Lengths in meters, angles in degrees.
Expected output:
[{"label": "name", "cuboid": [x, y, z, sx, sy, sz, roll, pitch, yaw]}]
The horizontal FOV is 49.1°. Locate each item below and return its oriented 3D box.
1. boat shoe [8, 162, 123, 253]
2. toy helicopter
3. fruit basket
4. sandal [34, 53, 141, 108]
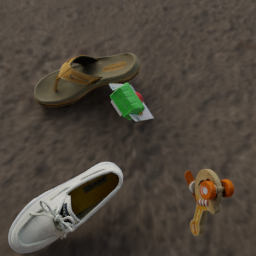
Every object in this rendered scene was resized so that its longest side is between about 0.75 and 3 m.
[{"label": "boat shoe", "cuboid": [-1.191, 1.626, 5.457, 2.654, 1.132, 0.981, -31, 93, -8]}, {"label": "toy helicopter", "cuboid": [1.432, 1.462, 5.521, 0.558, 1.415, 0.936, 0, 20, -26]}, {"label": "fruit basket", "cuboid": [0.090, -0.620, 6.861, 0.558, 1.191, 1.103, -37, 80, 19]}, {"label": "sandal", "cuboid": [-1.130, -1.454, 7.349, 2.940, 0.794, 1.181, -17, 59, 3]}]
